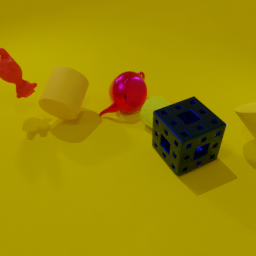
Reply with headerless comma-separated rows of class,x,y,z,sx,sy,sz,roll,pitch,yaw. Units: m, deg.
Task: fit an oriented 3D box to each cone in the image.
cone,3.424,0.135,6.816,1.412,1.417,1.412,-12,11,2

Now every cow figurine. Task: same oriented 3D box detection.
cow figurine,-3.125,-1.439,7.704,0.693,1.242,1.262,-37,67,-6

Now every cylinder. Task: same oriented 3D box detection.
cylinder,0.934,-0.325,7.770,0.871,0.871,0.871,-25,47,-26
cylinder,-1.799,-0.971,7.922,1.117,1.117,1.117,11,67,12

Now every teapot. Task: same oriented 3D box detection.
teapot,-0.100,-1.044,8.501,0.976,1.240,1.994,10,54,52

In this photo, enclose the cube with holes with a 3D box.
cube with holes,1.420,0.189,6.858,1.205,1.205,1.205,-20,46,-18
